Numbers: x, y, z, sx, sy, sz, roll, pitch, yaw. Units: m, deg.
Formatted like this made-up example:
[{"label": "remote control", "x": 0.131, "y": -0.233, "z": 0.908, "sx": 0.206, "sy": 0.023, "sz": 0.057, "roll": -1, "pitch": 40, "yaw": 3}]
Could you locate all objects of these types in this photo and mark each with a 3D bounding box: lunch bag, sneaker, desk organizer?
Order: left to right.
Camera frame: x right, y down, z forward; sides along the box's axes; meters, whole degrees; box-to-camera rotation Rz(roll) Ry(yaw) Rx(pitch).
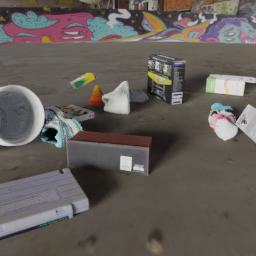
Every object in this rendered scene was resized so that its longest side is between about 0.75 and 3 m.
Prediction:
[{"label": "sneaker", "x": -2.473, "y": -0.051, "z": 9.099, "sx": 1.048, "sy": 0.942, "sz": 2.428, "roll": -22, "pitch": 30, "yaw": -38}, {"label": "desk organizer", "x": -0.468, "y": 0.626, "z": 7.579, "sx": 2.191, "sy": 0.786, "sz": 0.844, "roll": 5, "pitch": 20, "yaw": 12}, {"label": "sneaker", "x": -0.535, "y": -1.399, "z": 12.455, "sx": 1.212, "sy": 1.030, "sz": 2.738, "roll": -4, "pitch": 24, "yaw": 3}, {"label": "lunch bag", "x": 0.533, "y": -1.539, "z": 13.395, "sx": 0.828, "sy": 0.526, "sz": 0.702, "roll": 5, "pitch": 22, "yaw": -4}]

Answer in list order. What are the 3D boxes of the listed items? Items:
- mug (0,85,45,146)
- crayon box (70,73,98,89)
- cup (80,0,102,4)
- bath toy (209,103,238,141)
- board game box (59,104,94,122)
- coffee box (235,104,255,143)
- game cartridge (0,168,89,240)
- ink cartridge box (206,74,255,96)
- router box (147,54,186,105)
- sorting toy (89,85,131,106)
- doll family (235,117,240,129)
[{"label": "mug", "x": -4.033, "y": -0.118, "z": 8.484, "sx": 2.067, "sy": 1.740, "sz": 2.357, "roll": -2, "pitch": 45, "yaw": 40}, {"label": "crayon box", "x": -1.542, "y": -1.688, "z": 9.797, "sx": 0.899, "sy": 0.232, "sz": 0.565, "roll": -33, "pitch": 24, "yaw": -19}, {"label": "cup", "x": -0.849, "y": -3.210, "z": 6.472, "sx": 0.567, "sy": 0.793, "sz": 0.793, "roll": 26, "pitch": 1, "yaw": -41}, {"label": "bath toy", "x": 3.282, "y": -0.284, "z": 9.848, "sx": 0.942, "sy": 0.801, "sz": 2.167, "roll": -28, "pitch": 11, "yaw": 23}, {"label": "board game box", "x": -2.211, "y": -0.601, "z": 11.340, "sx": 1.522, "sy": 0.263, "sz": 0.961, "roll": 20, "pitch": 28, "yaw": 41}, {"label": "coffee box", "x": 4.163, "y": 0.157, "z": 8.157, "sx": 1.152, "sy": 0.803, "sz": 2.014, "roll": 25, "pitch": 19, "yaw": -12}, {"label": "game cartridge", "x": -2.120, "y": 1.546, "z": 5.794, "sx": 2.309, "sy": 0.443, "sz": 1.497, "roll": -11, "pitch": 28, "yaw": -25}, {"label": "ink cartridge box", "x": 5.460, "y": -2.284, "z": 14.866, "sx": 2.351, "sy": 0.791, "sz": 1.377, "roll": 9, "pitch": 23, "yaw": 22}, {"label": "router box", "x": 1.769, "y": -2.418, "z": 13.550, "sx": 0.671, "sy": 2.021, "sz": 2.570, "roll": -8, "pitch": 24, "yaw": -20}, {"label": "sorting toy", "x": -0.812, "y": -1.794, "z": 13.537, "sx": 0.894, "sy": 0.888, "sz": 2.578, "roll": 19, "pitch": 29, "yaw": 40}, {"label": "doll family", "x": 4.132, "y": -0.191, "z": 10.279, "sx": 0.502, "sy": 0.341, "sz": 0.869, "roll": 14, "pitch": 20, "yaw": 40}]
